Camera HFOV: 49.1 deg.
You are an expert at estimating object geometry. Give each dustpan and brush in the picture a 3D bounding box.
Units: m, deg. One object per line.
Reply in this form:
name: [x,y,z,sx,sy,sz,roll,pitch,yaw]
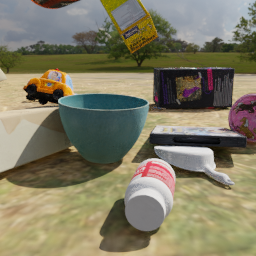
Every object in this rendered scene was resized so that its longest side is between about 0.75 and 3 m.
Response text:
dustpan and brush: [1.210,0.592,4.707,1.013,0.415,1.451,-1,6,-27]

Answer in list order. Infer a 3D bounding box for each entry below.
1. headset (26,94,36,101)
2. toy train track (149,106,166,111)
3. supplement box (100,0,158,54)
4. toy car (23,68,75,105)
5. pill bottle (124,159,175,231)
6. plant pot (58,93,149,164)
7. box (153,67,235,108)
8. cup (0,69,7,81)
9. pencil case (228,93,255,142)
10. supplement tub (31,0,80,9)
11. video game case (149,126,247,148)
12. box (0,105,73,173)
headset: [-4.242,-1.390,13.057,0.844,0.642,1.367,-6,-1,-32]
toy train track: [0.970,-0.735,10.716,0.931,0.151,0.534,7,7,4]
supplement box: [-0.001,-3.851,9.636,1.126,2.069,1.133,-30,-24,9]
toy car: [-1.249,-0.631,6.524,1.127,0.765,2.298,7,-16,29]
pill bottle: [0.271,0.775,3.361,0.558,0.558,0.994,3,13,11]
plant pot: [-0.454,0.020,5.270,1.642,1.106,1.642,2,15,-1]
box: [2.593,-1.691,11.559,2.961,1.570,1.810,0,13,-1]
cup: [-9.987,-3.899,20.055,2.087,1.492,2.087,-16,14,4]
pencil case: [3.641,-0.389,6.991,2.739,1.134,1.185,-10,18,-43]
supplement tub: [-1.117,-2.374,4.220,1.040,1.040,1.944,-6,19,-25]
video game case: [1.411,0.150,6.072,1.751,0.247,1.937,2,5,9]
box: [-2.033,0.132,5.159,1.065,0.872,2.244,1,11,28]
